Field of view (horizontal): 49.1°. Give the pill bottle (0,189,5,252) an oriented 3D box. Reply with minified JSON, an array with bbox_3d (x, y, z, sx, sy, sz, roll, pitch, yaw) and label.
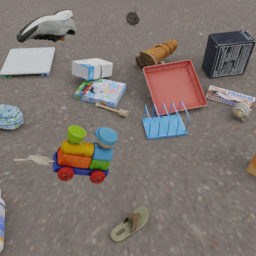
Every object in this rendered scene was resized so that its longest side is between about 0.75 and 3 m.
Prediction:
[{"bbox_3d":[-4.176,2.635,8.135,1.090,1.090,1.944,-11,47,-11],"label":"pill bottle"}]

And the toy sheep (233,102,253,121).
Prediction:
[{"bbox_3d":[4.802,-0.739,11.779,0.736,0.736,1.068,28,42,25],"label":"toy sheep"}]

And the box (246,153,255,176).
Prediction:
[{"bbox_3d":[4.761,1.036,9.423,0.926,1.488,0.725,30,52,26],"label":"box"}]

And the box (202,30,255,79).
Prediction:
[{"bbox_3d":[4.831,-3.596,13.696,1.896,1.911,1.178,-9,47,-10],"label":"box"}]

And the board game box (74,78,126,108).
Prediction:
[{"bbox_3d":[-1.261,-1.697,12.919,1.962,0.359,1.484,14,47,13],"label":"board game box"}]

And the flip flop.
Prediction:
[{"bbox_3d":[0.067,2.849,8.401,1.391,0.400,0.564,-29,52,-25],"label":"flip flop"}]

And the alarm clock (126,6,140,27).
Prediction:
[{"bbox_3d":[0.226,-4.585,11.489,0.539,0.799,0.266,23,11,13],"label":"alarm clock"}]

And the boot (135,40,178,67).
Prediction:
[{"bbox_3d":[1.592,-3.612,13.660,2.050,1.013,2.641,-26,10,-5],"label":"boot"}]

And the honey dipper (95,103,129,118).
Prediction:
[{"bbox_3d":[-0.726,-0.821,12.120,1.596,0.303,0.303,20,49,21],"label":"honey dipper"}]

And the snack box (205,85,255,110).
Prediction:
[{"bbox_3d":[4.615,-1.368,12.667,2.060,0.250,0.741,20,49,18],"label":"snack box"}]

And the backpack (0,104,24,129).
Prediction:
[{"bbox_3d":[-4.950,-0.437,11.332,1.395,1.073,1.138,23,33,2],"label":"backpack"}]

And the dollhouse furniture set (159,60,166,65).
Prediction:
[{"bbox_3d":[2.286,-2.981,13.766,0.962,0.956,1.365,-16,48,-15],"label":"dollhouse furniture set"}]

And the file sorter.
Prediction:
[{"bbox_3d":[1.475,-0.357,11.160,1.618,0.993,1.123,-7,45,-6],"label":"file sorter"}]

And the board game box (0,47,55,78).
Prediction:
[{"bbox_3d":[-5.157,-3.448,14.684,2.413,0.312,2.412,-3,46,-2],"label":"board game box"}]

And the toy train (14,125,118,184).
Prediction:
[{"bbox_3d":[-1.405,0.486,6.585,2.237,1.294,0.947,10,34,-22],"label":"toy train"}]

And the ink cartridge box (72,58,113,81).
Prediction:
[{"bbox_3d":[-1.694,-2.838,13.425,1.170,0.675,1.602,27,32,34],"label":"ink cartridge box"}]

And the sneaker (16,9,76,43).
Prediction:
[{"bbox_3d":[-2.570,-3.190,9.168,0.834,0.894,2.255,-4,26,48],"label":"sneaker"}]

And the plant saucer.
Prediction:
[{"bbox_3d":[2.023,-1.764,12.409,2.347,0.431,2.343,-12,73,-12],"label":"plant saucer"}]
